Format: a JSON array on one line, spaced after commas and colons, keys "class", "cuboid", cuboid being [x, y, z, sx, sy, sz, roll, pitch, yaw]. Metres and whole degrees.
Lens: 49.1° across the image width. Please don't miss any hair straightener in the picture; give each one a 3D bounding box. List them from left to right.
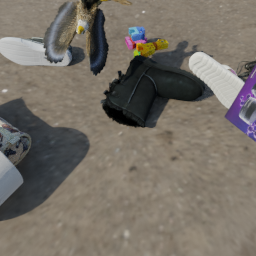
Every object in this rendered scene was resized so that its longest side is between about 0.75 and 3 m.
[{"class": "hair straightener", "cuboid": [4.723, -2.206, 10.046, 2.076, 0.425, 0.799, -16, 52, -7]}]

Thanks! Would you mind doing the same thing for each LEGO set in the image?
[{"class": "LEGO set", "cuboid": [0.794, -2.879, 10.136, 1.093, 1.016, 2.664, -13, 53, -10]}]

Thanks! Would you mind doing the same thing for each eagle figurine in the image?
[{"class": "eagle figurine", "cuboid": [-1.094, -2.475, 6.857, 1.545, 2.036, 1.536, 42, 43, 12]}]

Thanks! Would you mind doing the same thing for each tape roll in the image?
[{"class": "tape roll", "cuboid": [-3.590, 1.073, 6.309, 1.982, 1.982, 1.361, 27, 56, 20]}]

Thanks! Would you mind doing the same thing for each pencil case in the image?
[{"class": "pencil case", "cuboid": [-3.786, 0.004, 7.691, 2.628, 1.176, 1.023, 33, 57, 23]}]

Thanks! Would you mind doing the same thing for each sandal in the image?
[{"class": "sandal", "cuboid": [2.452, -1.241, 7.150, 2.007, 0.817, 0.493, 46, 53, 0]}]

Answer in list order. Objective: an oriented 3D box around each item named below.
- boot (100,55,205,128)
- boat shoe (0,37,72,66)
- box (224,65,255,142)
[{"class": "boot", "cuboid": [0.720, -0.951, 8.586, 2.751, 1.018, 2.254, 25, 61, 10]}, {"class": "boat shoe", "cuboid": [-3.330, -2.850, 10.288, 2.629, 0.948, 0.932, 10, 43, -6]}, {"class": "box", "cuboid": [2.479, -0.590, 4.279, 0.706, 1.791, 1.264, 17, 20, -23]}]
